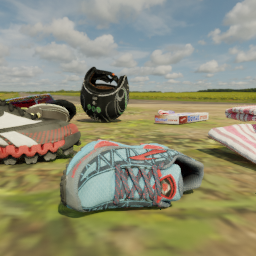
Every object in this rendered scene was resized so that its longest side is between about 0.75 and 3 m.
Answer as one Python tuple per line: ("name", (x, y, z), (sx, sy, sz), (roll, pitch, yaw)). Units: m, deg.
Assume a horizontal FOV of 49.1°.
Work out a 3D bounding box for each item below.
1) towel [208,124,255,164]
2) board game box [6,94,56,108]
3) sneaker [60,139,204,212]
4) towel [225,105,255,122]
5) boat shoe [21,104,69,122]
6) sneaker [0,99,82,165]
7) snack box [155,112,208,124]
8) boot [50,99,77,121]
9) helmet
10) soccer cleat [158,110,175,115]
("towel", (2.596, 0.124, 4.287), (2.233, 0.334, 1.634), (-7, 15, -15))
("board game box", (-3.107, -0.357, 7.792), (2.181, 0.537, 2.760), (-14, 2, -10))
("sneaker", (0.133, 0.397, 2.434), (1.456, 0.577, 0.696), (-6, 10, -43))
("towel", (3.178, -0.207, 4.951), (2.001, 0.409, 2.735), (-3, 6, -3))
("boat shoe", (-2.302, -0.073, 6.251), (2.178, 0.776, 0.656), (-11, 14, -27))
("sneaker", (-1.887, -0.080, 4.103), (2.426, 1.185, 0.857), (0, 3, -19))
("snack box", (2.205, -0.412, 11.166), (1.007, 0.341, 2.801), (4, 7, 37))
("boot", (-2.400, -0.553, 9.867), (1.903, 0.865, 2.265), (1, 12, 40))
("helmet", (-0.900, -1.234, 11.012), (2.083, 2.083, 1.985), (0, -34, -1))
("soccer cleat", (2.040, -0.720, 14.586), (1.027, 0.350, 0.376), (3, 30, -29))
